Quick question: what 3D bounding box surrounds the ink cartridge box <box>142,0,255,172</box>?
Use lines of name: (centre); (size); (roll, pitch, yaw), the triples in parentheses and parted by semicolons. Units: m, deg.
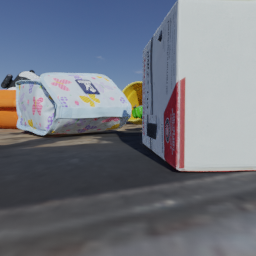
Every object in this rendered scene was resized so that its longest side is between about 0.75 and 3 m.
ink cartridge box: (0.913, -0.532, 4.265); (1.093, 1.883, 2.609); (0, 3, -5)

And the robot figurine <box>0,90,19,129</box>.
robot figurine: (-4.132, -0.716, 10.730); (2.615, 1.881, 1.525); (1, 44, 7)

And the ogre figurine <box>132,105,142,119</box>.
ogre figurine: (1.464, -0.624, 9.735); (2.742, 1.345, 1.644); (-29, -4, -9)

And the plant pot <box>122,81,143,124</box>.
plant pot: (0.870, -1.162, 15.018); (2.164, 2.164, 2.036); (2, -11, 33)

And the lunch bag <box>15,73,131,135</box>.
lunch bag: (-1.598, -0.685, 8.125); (2.424, 1.817, 2.859); (-5, 11, -38)

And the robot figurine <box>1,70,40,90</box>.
robot figurine: (-4.649, -1.654, 12.642); (1.643, 1.364, 2.186); (7, 46, 6)
